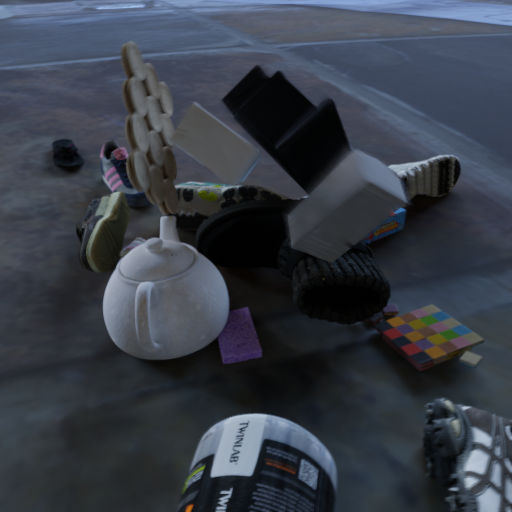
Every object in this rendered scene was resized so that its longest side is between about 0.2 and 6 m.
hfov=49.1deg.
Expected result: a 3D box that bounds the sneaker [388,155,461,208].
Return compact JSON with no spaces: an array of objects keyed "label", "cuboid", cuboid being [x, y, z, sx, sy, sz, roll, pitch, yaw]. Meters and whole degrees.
[{"label":"sneaker","cuboid":[3.593,-1.802,12.874,2.649,0.995,1.074,-17,28,-25]}]

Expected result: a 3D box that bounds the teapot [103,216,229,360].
[{"label":"teapot","cuboid":[-1.431,0.475,8.536,2.084,1.542,2.111,-30,38,-35]}]

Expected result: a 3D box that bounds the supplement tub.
[{"label":"supplement tub","cuboid":[-0.108,2.840,5.040,1.531,1.531,2.500,6,33,9]}]

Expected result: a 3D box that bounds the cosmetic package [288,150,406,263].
[{"label":"cosmetic package","cuboid":[1.271,-0.677,8.108,0.853,1.598,0.720,20,48,-28]}]

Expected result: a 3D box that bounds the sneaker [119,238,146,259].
[{"label":"sneaker","cuboid":[-1.947,0.124,10.220,1.392,0.566,0.614,14,36,36]}]

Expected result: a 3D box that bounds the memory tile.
[{"label":"memory tile","cuboid":[-1.693,-1.972,8.996,0.201,2.395,1.836,-8,-13,12]}]

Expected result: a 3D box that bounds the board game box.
[{"label":"board game box","cuboid":[1.925,-0.858,11.754,1.660,0.474,1.696,-20,38,-28]}]

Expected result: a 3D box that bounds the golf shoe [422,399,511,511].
[{"label":"golf shoe","cuboid":[2.560,2.617,5.827,1.308,1.077,2.769,4,34,6]}]

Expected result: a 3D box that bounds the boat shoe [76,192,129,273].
[{"label":"boat shoe","cuboid":[-3.061,-0.446,10.849,0.815,0.886,2.480,-9,33,6]}]

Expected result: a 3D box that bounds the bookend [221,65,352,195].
[{"label":"bookend","cuboid":[0.404,-2.799,10.936,1.247,2.690,2.707,-43,70,5]}]

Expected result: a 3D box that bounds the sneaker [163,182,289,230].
[{"label":"sneaker","cuboid":[-0.457,-1.094,11.594,3.038,1.177,1.210,12,26,18]}]

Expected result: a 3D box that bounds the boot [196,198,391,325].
[{"label":"boot","cuboid":[0.504,0.123,9.573,3.189,1.200,2.384,-10,44,5]}]

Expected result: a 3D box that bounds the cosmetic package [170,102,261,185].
[{"label":"cosmetic package","cuboid":[-0.648,-2.013,10.589,1.321,0.810,3.200,34,8,-3]}]

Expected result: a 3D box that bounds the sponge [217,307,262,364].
[{"label":"sponge","cuboid":[-0.313,1.230,8.773,0.608,0.163,1.091,-9,34,-8]}]

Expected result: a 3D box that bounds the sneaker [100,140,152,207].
[{"label":"sneaker","cuboid":[-3.042,-1.916,12.929,0.835,0.977,2.382,-21,38,-30]}]

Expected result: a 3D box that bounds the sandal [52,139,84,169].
[{"label":"sandal","cuboid":[-5.046,-2.773,14.731,0.737,0.469,1.960,-15,36,-22]}]

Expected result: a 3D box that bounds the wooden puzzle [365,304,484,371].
[{"label":"wooden puzzle","cuboid":[2.635,1.227,8.686,1.170,0.139,1.973,-16,28,-18]}]
